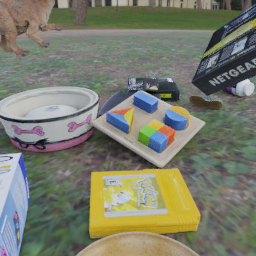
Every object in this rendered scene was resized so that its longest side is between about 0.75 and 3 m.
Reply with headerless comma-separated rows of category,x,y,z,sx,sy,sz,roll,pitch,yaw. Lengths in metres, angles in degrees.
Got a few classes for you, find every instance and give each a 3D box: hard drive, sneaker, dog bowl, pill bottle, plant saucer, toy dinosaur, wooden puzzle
hard drive,0.154,-0.639,9.592,1.846,0.579,2.738,5,23,10
sneaker,3.031,-1.016,10.750,1.266,0.425,0.569,15,22,27
dog bowl,-2.254,-0.320,8.227,2.904,1.071,2.904,-2,24,1
pill bottle,4.690,-1.840,12.108,0.779,0.779,1.385,-13,27,-28
plant saucer,0.137,2.191,3.434,2.113,0.374,2.113,0,24,0
toy dinosaur,-2.646,-2.802,6.633,2.754,1.866,1.182,-26,37,-5
wooden puzzle,0.623,-0.247,7.754,2.353,0.588,2.541,30,43,26

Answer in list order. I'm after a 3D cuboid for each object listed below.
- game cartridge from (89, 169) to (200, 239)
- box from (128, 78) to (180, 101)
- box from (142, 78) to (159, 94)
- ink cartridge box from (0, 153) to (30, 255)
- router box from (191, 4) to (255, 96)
game cartridge,0.242,1.351,5.438,1.941,0.315,1.711,-3,24,-5
box,1.040,-1.720,12.174,2.105,0.518,2.179,-2,24,2
box,0.837,-1.576,10.715,0.582,0.487,0.784,6,-6,1
ink cartridge box,-2.704,1.377,4.346,2.002,1.120,2.934,-5,26,-10
router box,2.255,-1.613,5.274,2.001,0.523,1.574,-23,35,60
